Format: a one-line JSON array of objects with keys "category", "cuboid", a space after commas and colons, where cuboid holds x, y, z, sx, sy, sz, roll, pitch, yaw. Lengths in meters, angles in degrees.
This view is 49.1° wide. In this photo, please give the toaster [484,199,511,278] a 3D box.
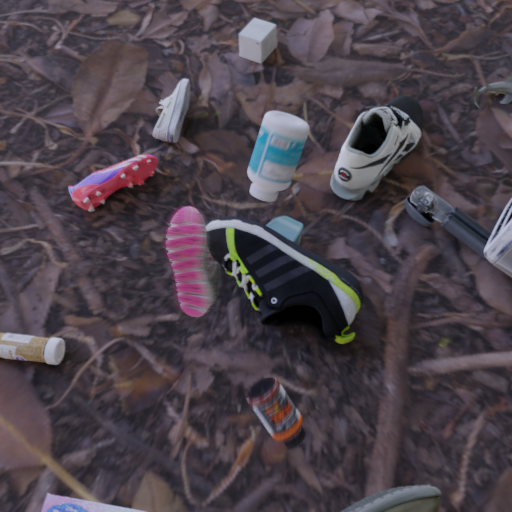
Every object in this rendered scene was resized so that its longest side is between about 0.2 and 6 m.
[{"category": "toaster", "cuboid": [5.718, -0.366, 10.711, 1.915, 1.685, 2.965, 32, 58, 11]}]

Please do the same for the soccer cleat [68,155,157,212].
[{"category": "soccer cleat", "cuboid": [-3.169, -1.764, 12.455, 2.061, 0.687, 0.788, -37, 62, -19]}]

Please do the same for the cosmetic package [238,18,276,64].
[{"category": "cosmetic package", "cuboid": [0.045, -5.836, 15.185, 0.714, 0.719, 0.859, 25, 59, 16]}]

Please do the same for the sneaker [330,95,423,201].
[{"category": "sneaker", "cuboid": [2.944, -2.841, 12.683, 1.283, 1.532, 3.462, 27, 58, 19]}]

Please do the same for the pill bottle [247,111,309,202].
[{"category": "pill bottle", "cuboid": [0.297, -1.528, 8.761, 0.726, 1.311, 0.726, 15, 29, -9]}]

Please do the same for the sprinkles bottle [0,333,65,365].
[{"category": "sprinkles bottle", "cuboid": [-4.233, 1.672, 10.202, 1.390, 0.474, 0.474, 6, 56, 4]}]

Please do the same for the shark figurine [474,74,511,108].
[{"category": "shark figurine", "cuboid": [6.256, -4.309, 14.185, 1.672, 0.698, 0.999, 3, 54, 0]}]

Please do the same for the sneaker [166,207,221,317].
[{"category": "sneaker", "cuboid": [-0.896, 0.069, 8.405, 0.596, 0.706, 1.615, -7, 93, 19]}]

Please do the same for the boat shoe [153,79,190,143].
[{"category": "boat shoe", "cuboid": [-2.094, -3.602, 13.717, 0.686, 0.697, 1.965, 9, 63, 3]}]

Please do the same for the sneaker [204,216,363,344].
[{"category": "sneaker", "cuboid": [0.262, 0.491, 10.509, 3.626, 1.300, 1.501, 23, 59, 15]}]

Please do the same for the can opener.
[{"category": "can opener", "cuboid": [4.091, -0.665, 11.835, 2.101, 0.703, 0.560, 40, 61, 9]}]

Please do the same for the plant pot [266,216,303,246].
[{"category": "plant pot", "cuboid": [0.591, -0.400, 11.518, 0.711, 0.713, 0.726, 26, 50, 17]}]

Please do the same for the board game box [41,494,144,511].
[{"category": "board game box", "cuboid": [-2.393, 4.729, 8.140, 2.056, 0.423, 2.051, 7, 56, 5]}]

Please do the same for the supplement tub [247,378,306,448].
[{"category": "supplement tub", "cuboid": [0.320, 2.237, 7.922, 0.526, 0.526, 0.983, -40, 108, -24]}]

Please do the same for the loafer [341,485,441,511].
[{"category": "loafer", "cuboid": [1.445, 4.295, 8.157, 3.022, 1.136, 1.052, -23, 69, -9]}]
